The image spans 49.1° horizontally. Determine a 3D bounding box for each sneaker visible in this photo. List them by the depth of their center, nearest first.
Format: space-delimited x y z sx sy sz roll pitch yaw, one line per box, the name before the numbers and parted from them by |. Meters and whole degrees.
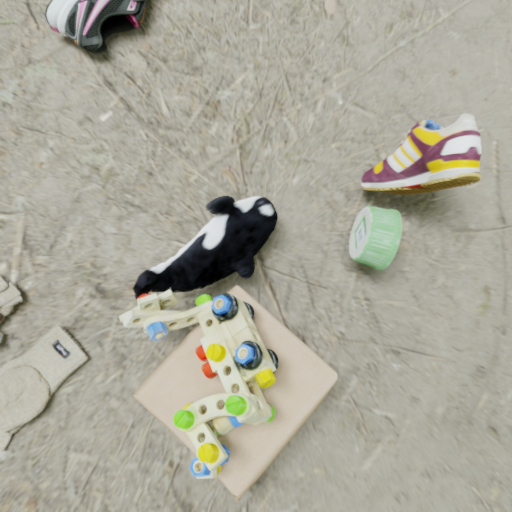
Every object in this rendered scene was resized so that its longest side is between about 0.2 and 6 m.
sneaker | 2.773 -1.687 9.581 0.939 2.507 1.129 2 89 -31
sneaker | -2.681 -5.376 11.506 1.356 1.261 3.140 43 89 1

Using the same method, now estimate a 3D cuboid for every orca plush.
orca plush | -0.524 -0.049 9.146 1.061 1.571 2.985 32 35 30

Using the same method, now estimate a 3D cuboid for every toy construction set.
toy construction set | -0.746 1.606 8.246 1.868 1.313 2.849 -37 70 13

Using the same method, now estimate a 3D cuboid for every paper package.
paper package | -0.304 2.197 9.337 2.382 1.293 2.499 41 80 10

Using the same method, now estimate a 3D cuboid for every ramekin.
ramekin | 1.999 -0.327 9.546 0.525 1.074 1.074 13 75 -9

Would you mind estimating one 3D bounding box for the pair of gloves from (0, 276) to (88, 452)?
pair of gloves | -4.684 1.750 9.873 2.736 0.480 2.326 39 75 3
